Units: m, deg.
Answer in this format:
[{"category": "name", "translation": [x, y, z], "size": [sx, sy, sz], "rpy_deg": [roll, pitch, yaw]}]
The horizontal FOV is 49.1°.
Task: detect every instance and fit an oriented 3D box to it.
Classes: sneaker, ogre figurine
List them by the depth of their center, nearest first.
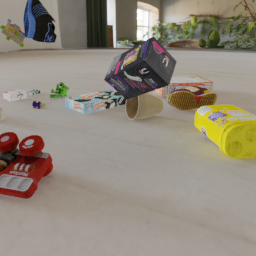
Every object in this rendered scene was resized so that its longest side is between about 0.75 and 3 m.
[{"category": "sneaker", "translation": [-3.305, -4.068, 10.521], "size": [1.034, 0.931, 2.654], "rpy_deg": [9, 47, -31]}, {"category": "sneaker", "translation": [2.713, -1.408, 12.657], "size": [2.547, 0.955, 1.148], "rpy_deg": [0, 27, -25]}, {"category": "ogre figurine", "translation": [-3.529, -1.940, 14.661], "size": [0.691, 0.566, 1.153], "rpy_deg": [15, 31, 11]}]

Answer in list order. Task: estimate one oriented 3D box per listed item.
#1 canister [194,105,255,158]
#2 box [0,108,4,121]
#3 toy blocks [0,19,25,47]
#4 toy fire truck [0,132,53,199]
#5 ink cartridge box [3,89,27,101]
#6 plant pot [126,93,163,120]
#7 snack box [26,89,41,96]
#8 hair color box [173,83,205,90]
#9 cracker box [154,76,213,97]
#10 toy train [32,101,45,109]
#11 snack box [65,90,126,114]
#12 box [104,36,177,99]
[{"category": "canister", "translation": [3.302, -0.008, 8.814], "size": [1.757, 1.024, 2.366], "rpy_deg": [-3, 19, -8]}, {"category": "box", "translation": [-5.270, -0.573, 11.072], "size": [0.424, 0.498, 0.778], "rpy_deg": [-18, 27, -40]}, {"category": "toy blocks", "translation": [-4.070, -3.446, 10.020], "size": [0.485, 0.970, 0.663], "rpy_deg": [-30, 44, 27]}, {"category": "toy fire truck", "translation": [-2.697, 0.928, 6.576], "size": [1.721, 0.965, 1.445], "rpy_deg": [5, 39, 16]}, {"category": "ink cartridge box", "translation": [-5.698, -1.657, 14.166], "size": [0.680, 0.396, 0.934], "rpy_deg": [14, 23, 33]}, {"category": "plant pot", "translation": [0.723, -0.896, 11.234], "size": [1.275, 1.194, 1.194], "rpy_deg": [2, 18, -25]}, {"category": "snack box", "translation": [-5.292, -1.922, 15.202], "size": [0.537, 0.171, 0.924], "rpy_deg": [14, 24, 33]}, {"category": "hair color box", "translation": [3.069, -1.846, 14.147], "size": [1.500, 0.762, 0.459], "rpy_deg": [-2, 21, -8]}, {"category": "cracker box", "translation": [2.926, -2.283, 15.266], "size": [2.764, 0.797, 1.851], "rpy_deg": [-2, 20, -9]}, {"category": "toy train", "translation": [-3.910, -1.040, 12.682], "size": [0.765, 0.324, 0.443], "rpy_deg": [10, 9, 25]}, {"category": "snack box", "translation": [-1.380, -1.262, 12.955], "size": [2.607, 0.484, 1.514], "rpy_deg": [-18, 27, -40]}, {"category": "box", "translation": [0.333, -1.661, 8.099], "size": [1.768, 1.081, 0.938], "rpy_deg": [-12, 49, 47]}]
